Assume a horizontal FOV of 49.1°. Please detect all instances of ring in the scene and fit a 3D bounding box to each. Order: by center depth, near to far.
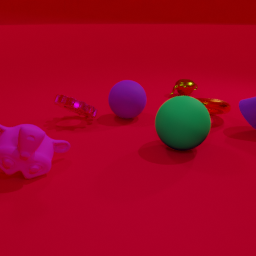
[{"bbox_3d":[2.585,-0.707,9.273,1.573,0.315,1.573,7,-3,0],"label":"ring"}]

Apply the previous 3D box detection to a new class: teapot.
[{"bbox_3d":[2.393,-1.700,11.952,1.371,0.671,0.853,-9,26,-19],"label":"teapot"}]

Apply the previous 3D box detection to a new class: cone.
[{"bbox_3d":[4.059,-0.687,7.887,1.244,1.248,1.244,19,46,-22],"label":"cone"}]

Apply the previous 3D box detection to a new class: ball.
[{"bbox_3d":[1.387,-0.118,7.146,1.393,1.393,1.393,0,23,0],"label":"ball"},{"bbox_3d":[-0.021,-0.946,9.324,1.273,1.273,1.273,0,23,0],"label":"ball"}]

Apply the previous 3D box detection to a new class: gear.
[{"bbox_3d":[-1.682,-0.685,9.043,1.393,0.258,1.393,18,-8,3],"label":"gear"}]

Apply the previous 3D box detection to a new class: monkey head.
[{"bbox_3d":[-2.176,0.302,6.105,1.984,1.427,1.195,17,35,-20],"label":"monkey head"}]
